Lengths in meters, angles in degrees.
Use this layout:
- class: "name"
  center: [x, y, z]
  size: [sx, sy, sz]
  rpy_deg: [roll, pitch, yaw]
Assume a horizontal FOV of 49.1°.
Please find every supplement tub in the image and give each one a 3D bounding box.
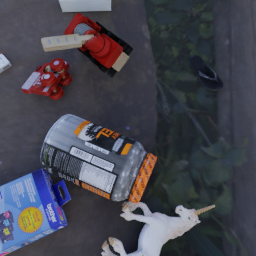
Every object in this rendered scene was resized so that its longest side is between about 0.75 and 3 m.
- class: "supplement tub"
  center: [-0.768, 0.894, 7.835]
  size: [2.887, 1.769, 1.769]
  rpy_deg: [22, 71, 8]

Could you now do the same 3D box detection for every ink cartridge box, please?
- class: "ink cartridge box"
  center: [-4.788, -2.351, 9.874]
  size: [0.860, 0.254, 1.075]
  rpy_deg: [-40, 74, -14]
- class: "ink cartridge box"
  center: [-2.796, 2.261, 7.792]
  size: [2.446, 0.934, 1.669]
  rpy_deg: [-23, 71, -10]

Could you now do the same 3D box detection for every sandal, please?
- class: "sandal"
  center: [2.667, -1.909, 9.663]
  size: [0.595, 0.335, 1.566]
  rpy_deg: [-34, 73, -12]

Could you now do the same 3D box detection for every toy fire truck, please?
- class: "toy fire truck"
  center: [-2.685, -1.701, 9.319]
  size: [1.273, 0.850, 1.516]
  rpy_deg: [13, 60, 19]
- class: "toy fire truck"
  center: [-1.424, -2.701, 8.611]
  size: [1.582, 2.458, 2.164]
  rpy_deg: [-51, 55, 11]

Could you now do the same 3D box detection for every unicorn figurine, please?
- class: "unicorn figurine"
  center: [0.625, 2.858, 7.584]
  size: [2.043, 1.098, 2.974]
  rpy_deg: [28, 86, 0]

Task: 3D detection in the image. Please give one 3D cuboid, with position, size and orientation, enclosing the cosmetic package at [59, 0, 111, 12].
- class: "cosmetic package"
  center: [-1.630, -5.729, 10.937]
  size: [1.900, 0.651, 2.520]
  rpy_deg: [-2, 69, 1]
